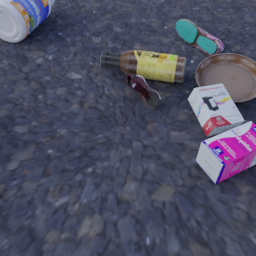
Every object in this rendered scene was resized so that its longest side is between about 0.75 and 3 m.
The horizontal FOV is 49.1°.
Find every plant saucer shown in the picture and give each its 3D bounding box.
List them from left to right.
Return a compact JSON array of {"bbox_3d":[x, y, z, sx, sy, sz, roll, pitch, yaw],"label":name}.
[{"bbox_3d":[3.098,-1.494,8.578,2.040,0.327,2.040,-4,55,6],"label":"plant saucer"}]

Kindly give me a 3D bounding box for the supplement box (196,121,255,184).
[{"bbox_3d":[2.474,0.553,6.553,1.500,0.775,0.759,-20,49,-20],"label":"supplement box"}]

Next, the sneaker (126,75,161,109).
[{"bbox_3d":[0.347,-1.059,7.975,0.752,0.492,1.301,7,37,-51],"label":"sneaker"}]

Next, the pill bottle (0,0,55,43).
[{"bbox_3d":[-3.994,-4.699,10.870,1.598,1.598,2.851,13,49,12],"label":"pill bottle"}]

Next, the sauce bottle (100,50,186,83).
[{"bbox_3d":[0.463,-2.002,8.851,2.667,0.863,0.863,10,48,7],"label":"sauce bottle"}]

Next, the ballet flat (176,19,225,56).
[{"bbox_3d":[2.663,-3.328,10.301,0.740,0.719,2.080,-19,52,-41],"label":"ballet flat"}]

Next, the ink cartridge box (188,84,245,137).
[{"bbox_3d":[2.306,-0.499,7.444,0.924,0.525,1.268,-12,62,-17],"label":"ink cartridge box"}]
